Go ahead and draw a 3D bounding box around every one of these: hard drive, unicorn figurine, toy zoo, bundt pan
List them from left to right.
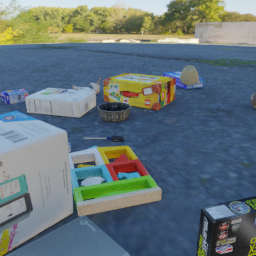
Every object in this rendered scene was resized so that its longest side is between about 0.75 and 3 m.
[{"bbox_3d":[-1.081,2.132,4.212,1.895,0.312,1.323,-18,28,-38],"label":"hard drive"},{"bbox_3d":[-2.091,-1.861,14.041,1.408,0.757,2.050,7,35,-11],"label":"unicorn figurine"},{"bbox_3d":[-0.552,1.057,6.989,1.824,0.285,2.781,-6,23,-16],"label":"toy zoo"},{"bbox_3d":[-0.538,-0.615,10.989,1.325,0.497,1.325,0,21,0],"label":"bundt pan"}]

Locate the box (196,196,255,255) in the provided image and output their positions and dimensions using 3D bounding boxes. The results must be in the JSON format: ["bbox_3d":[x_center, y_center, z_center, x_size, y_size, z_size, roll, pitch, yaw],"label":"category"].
[{"bbox_3d":[1.791,1.647,4.201,1.535,1.230,0.340,-6,21,-16],"label":"box"}]

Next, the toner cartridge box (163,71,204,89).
[{"bbox_3d":[3.258,-2.884,16.698,1.214,0.552,2.556,-10,23,-23],"label":"toner cartridge box"}]

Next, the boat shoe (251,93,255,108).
[{"bbox_3d":[5.751,-1.255,12.246,0.640,0.773,2.151,-20,0,27],"label":"boat shoe"}]

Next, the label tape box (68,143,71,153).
[{"bbox_3d":[-2.255,0.612,8.111,0.963,0.305,0.694,9,23,22],"label":"label tape box"}]

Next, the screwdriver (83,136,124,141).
[{"bbox_3d":[-0.785,0.329,8.969,1.305,0.182,0.190,1,-9,-5],"label":"screwdriver"}]

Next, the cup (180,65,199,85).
[{"bbox_3d":[3.369,-2.991,15.383,1.049,0.750,1.049,-5,45,5],"label":"cup"}]

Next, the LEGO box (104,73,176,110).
[{"bbox_3d":[0.584,-1.810,13.214,2.802,1.081,2.086,12,24,28],"label":"LEGO box"}]

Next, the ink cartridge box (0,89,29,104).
[{"bbox_3d":[-5.444,-1.484,13.256,1.267,0.484,0.865,-17,27,-32],"label":"ink cartridge box"}]

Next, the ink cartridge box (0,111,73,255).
[{"bbox_3d":[-2.583,1.002,4.984,1.846,1.837,2.516,18,28,39],"label":"ink cartridge box"}]

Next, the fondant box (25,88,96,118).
[{"bbox_3d":[-2.816,-1.138,12.031,2.442,0.711,1.762,7,22,15],"label":"fondant box"}]
